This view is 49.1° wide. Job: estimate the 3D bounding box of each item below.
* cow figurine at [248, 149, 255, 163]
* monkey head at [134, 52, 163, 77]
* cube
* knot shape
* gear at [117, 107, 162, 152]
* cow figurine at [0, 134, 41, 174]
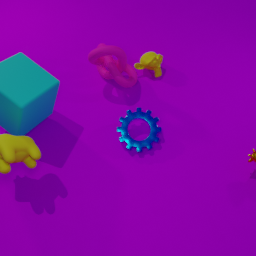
[{"bbox_3d":[3.474,0.921,7.219,0.866,0.880,0.483,39,86,18],"label":"cow figurine"},{"bbox_3d":[0.774,-2.069,9.153,1.122,0.807,0.676,-31,28,-33],"label":"monkey head"},{"bbox_3d":[-2.865,-0.851,7.392,1.380,1.380,1.380,37,48,5],"label":"cube"},{"bbox_3d":[-0.526,-1.963,8.370,1.731,1.620,0.800,36,88,20],"label":"knot shape"},{"bbox_3d":[0.306,0.052,7.829,1.224,0.226,1.224,0,80,-2],"label":"gear"},{"bbox_3d":[-2.821,0.346,6.395,1.397,0.767,1.374,-5,51,-47],"label":"cow figurine"}]
